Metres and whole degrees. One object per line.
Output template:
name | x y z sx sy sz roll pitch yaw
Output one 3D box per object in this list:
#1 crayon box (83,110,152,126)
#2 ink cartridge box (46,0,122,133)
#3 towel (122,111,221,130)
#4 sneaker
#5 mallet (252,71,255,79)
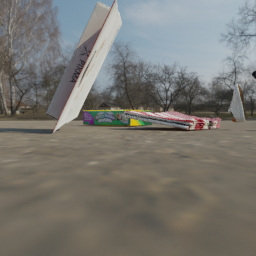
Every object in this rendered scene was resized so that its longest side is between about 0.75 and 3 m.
crayon box | -0.375 -0.398 11.168 2.158 0.629 1.862 1 3 29
ink cartridge box | -0.996 -1.346 6.029 0.583 2.678 2.324 27 10 -3
towel | 1.319 -0.270 7.778 1.906 0.301 2.646 11 7 31
sneaker | 2.771 -0.635 7.265 0.423 1.000 0.364 -11 -11 38
mallet | 3.297 -0.649 6.244 1.578 0.520 0.325 33 -34 -18
